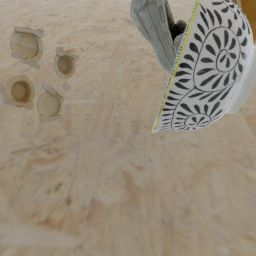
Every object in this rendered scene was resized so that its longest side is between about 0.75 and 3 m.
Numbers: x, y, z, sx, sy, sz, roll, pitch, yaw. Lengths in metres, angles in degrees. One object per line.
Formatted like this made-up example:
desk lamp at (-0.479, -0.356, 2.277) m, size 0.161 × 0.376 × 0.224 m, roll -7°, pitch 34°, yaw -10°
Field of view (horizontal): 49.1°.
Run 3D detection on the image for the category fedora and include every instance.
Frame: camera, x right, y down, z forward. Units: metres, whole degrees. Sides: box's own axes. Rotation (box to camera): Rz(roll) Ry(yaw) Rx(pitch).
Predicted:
fedora at (3.301, -3.112, 8.298) m, size 1.065 × 2.611 × 2.611 m, roll -3°, pitch 34°, yaw 10°

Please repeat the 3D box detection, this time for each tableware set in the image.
tableware set at (-1.474, -0.873, 4.810) m, size 0.182 × 1.567 × 1.309 m, roll 8°, pitch -5°, yaw 37°

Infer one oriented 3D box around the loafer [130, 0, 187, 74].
loafer at (1.147, -2.375, 7.461) m, size 1.014 × 2.906 × 1.016 m, roll -13°, pitch 56°, yaw 31°

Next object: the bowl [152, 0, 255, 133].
bowl at (1.512, -1.058, 5.203) m, size 1.352 × 2.881 × 2.881 m, roll 19°, pitch 37°, yaw 3°
